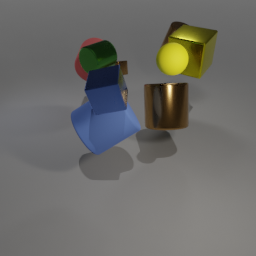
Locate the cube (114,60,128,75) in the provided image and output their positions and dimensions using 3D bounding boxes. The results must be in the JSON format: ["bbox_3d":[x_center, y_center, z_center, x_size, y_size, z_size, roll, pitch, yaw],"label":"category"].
[{"bbox_3d":[-0.497,-3.050,14.284,0.700,0.700,0.700,9,20,39],"label":"cube"}]

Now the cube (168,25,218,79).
[{"bbox_3d":[2.413,-2.927,10.654,1.400,1.400,1.400,20,45,24],"label":"cube"}]

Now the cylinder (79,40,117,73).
[{"bbox_3d":[-0.749,-1.777,7.032,0.700,0.700,0.700,23,41,35],"label":"cylinder"}]

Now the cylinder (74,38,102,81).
[{"bbox_3d":[-1.429,-2.861,11.751,1.400,1.400,1.400,1,39,2],"label":"cylinder"}]

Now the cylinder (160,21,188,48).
[{"bbox_3d":[2.378,-3.999,13.122,1.400,1.400,1.400,13,44,-13],"label":"cylinder"}]

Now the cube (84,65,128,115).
[{"bbox_3d":[-0.433,-0.798,5.902,0.700,0.700,0.700,-9,43,12],"label":"cube"}]

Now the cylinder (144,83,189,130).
[{"bbox_3d":[1.224,-0.722,8.961,1.400,1.400,1.400,-2,9,0],"label":"cylinder"}]

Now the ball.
[{"bbox_3d":[0.965,-1.507,6.144,0.700,0.700,0.700,0,29,0],"label":"ball"}]

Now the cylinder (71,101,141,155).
[{"bbox_3d":[-0.591,-0.204,7.637,1.400,1.400,1.400,-31,29,8],"label":"cylinder"}]
